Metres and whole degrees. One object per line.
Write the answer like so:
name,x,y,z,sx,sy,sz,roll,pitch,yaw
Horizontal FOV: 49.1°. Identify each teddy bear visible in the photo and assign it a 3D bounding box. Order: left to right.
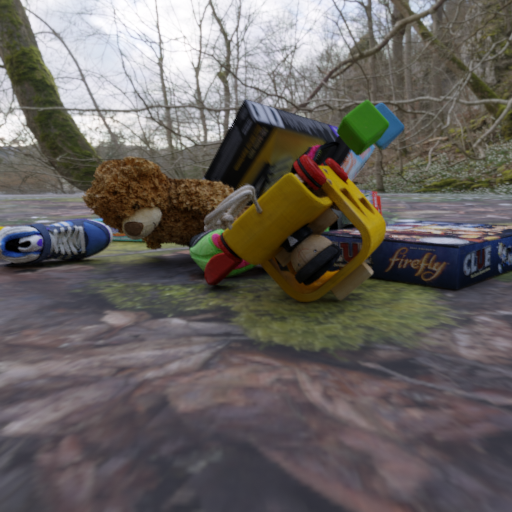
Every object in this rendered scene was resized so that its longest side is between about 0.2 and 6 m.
teddy bear,-1.336,-0.648,10.420,2.666,1.227,3.677,2,-11,24

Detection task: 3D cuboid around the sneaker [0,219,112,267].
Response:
sneaker,-3.642,-0.213,10.097,1.973,0.795,1.445,-2,9,-11

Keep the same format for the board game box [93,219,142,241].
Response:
board game box,-2.934,-0.765,14.768,1.821,0.539,2.395,2,9,16

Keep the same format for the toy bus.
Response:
toy bus,0.787,-0.218,7.330,3.129,1.617,2.952,-38,-7,-25

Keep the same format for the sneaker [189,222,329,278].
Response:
sneaker,0.117,-0.291,9.691,2.822,1.083,1.182,-4,13,-33

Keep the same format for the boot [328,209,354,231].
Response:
boot,1.581,-1.384,17.231,3.152,1.221,2.180,4,14,30

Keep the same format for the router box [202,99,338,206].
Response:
router box,0.198,-1.688,12.138,2.350,2.988,0.780,7,45,-30

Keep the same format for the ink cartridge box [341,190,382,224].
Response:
ink cartridge box,2.136,-0.927,10.830,1.157,0.630,0.291,0,-7,-37

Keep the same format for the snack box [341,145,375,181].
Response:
snack box,1.462,-1.310,11.502,0.420,2.263,1.315,40,-8,6

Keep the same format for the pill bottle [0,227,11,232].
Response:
pill bottle,-5.172,-0.295,11.367,1.071,0.596,0.596,3,9,18

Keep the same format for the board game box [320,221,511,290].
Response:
board game box,3.188,-0.153,10.055,2.605,0.665,3.846,7,11,42

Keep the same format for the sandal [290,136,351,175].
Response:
sandal,0.866,-1.411,10.290,0.624,2.769,1.040,38,6,-10
